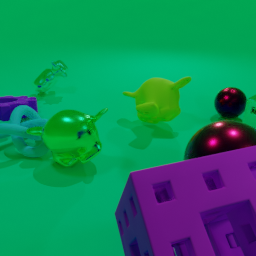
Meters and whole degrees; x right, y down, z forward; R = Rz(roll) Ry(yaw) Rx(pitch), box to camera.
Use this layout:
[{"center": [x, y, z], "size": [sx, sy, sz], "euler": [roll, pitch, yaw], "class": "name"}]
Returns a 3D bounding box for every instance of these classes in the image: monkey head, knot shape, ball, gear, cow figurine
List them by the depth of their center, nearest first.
[{"center": [1.603, 0.559, 4.544], "size": [1.381, 1.381, 1.381], "euler": [0, 28, 0], "class": "ball"}, {"center": [-1.084, 0.095, 5.745], "size": [1.812, 1.092, 1.303], "euler": [-13, 17, 17], "class": "monkey head"}, {"center": [-2.266, 0.002, 6.298], "size": [1.435, 0.663, 1.343], "euler": [13, 27, -7], "class": "knot shape"}, {"center": [0.634, -0.740, 6.915], "size": [1.870, 1.127, 1.345], "euler": [-10, -12, 26], "class": "monkey head"}, {"center": [-3.387, -0.529, 7.285], "size": [1.963, 0.363, 1.963], "euler": [-1, 14, 0], "class": "gear"}, {"center": [2.751, -0.678, 7.523], "size": [0.842, 0.842, 0.842], "euler": [0, 28, 0], "class": "ball"}, {"center": [-2.481, -1.610, 8.920], "size": [1.233, 0.677, 1.213], "euler": [-47, 22, -14], "class": "cow figurine"}]

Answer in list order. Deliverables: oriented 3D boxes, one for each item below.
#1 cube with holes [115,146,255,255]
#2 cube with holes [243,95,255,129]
[{"center": [0.765, 1.193, 2.786], "size": [1.390, 1.390, 1.390], "euler": [-10, 62, -14], "class": "cube with holes"}, {"center": [3.266, -0.019, 5.853], "size": [1.249, 1.249, 1.249], "euler": [-23, 35, -36], "class": "cube with holes"}]
